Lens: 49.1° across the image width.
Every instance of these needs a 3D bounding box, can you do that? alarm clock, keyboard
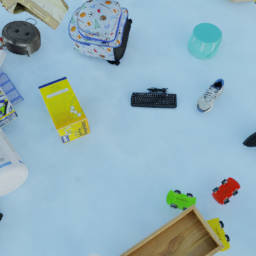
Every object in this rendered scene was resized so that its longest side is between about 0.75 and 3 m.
[{"bbox_3d":[-3.862,-3.504,10.368,1.338,0.660,1.983,15,53,-7],"label":"alarm clock"},{"bbox_3d":[0.867,-1.065,9.358,1.546,0.306,0.805,2,62,0],"label":"keyboard"}]

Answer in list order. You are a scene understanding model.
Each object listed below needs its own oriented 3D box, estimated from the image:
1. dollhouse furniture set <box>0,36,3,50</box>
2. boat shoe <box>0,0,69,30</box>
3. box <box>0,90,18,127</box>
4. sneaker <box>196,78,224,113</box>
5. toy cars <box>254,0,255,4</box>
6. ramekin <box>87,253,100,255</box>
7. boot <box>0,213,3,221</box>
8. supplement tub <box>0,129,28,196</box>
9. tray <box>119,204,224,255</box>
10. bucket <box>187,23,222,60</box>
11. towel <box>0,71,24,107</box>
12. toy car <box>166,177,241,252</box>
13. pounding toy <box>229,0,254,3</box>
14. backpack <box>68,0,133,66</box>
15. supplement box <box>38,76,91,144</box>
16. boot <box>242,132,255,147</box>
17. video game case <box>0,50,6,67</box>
[{"bbox_3d":[-5.163,-3.352,10.419,1.480,0.602,0.796,25,64,13],"label":"dollhouse furniture set"},{"bbox_3d":[-2.874,-3.369,7.256,2.558,0.947,0.849,23,93,-2],"label":"boat shoe"},{"bbox_3d":[-4.702,-0.091,8.398,2.550,0.820,0.893,-35,88,-18],"label":"box"},{"bbox_3d":[2.712,-1.116,9.205,0.550,0.608,1.427,32,67,16],"label":"sneaker"},{"bbox_3d":[3.076,-3.081,6.403,0.336,0.750,0.166,-13,28,-2],"label":"toy cars"},{"bbox_3d":[-0.726,3.573,6.157,0.826,1.573,1.573,-24,64,-24],"label":"ramekin"},{"bbox_3d":[-4.161,2.513,7.273,1.211,0.547,1.478,24,57,10],"label":"boot"},{"bbox_3d":[-3.741,0.856,7.786,1.220,1.220,1.849,-35,66,-17],"label":"supplement tub"},{"bbox_3d":[0.984,3.049,6.817,2.382,0.441,1.175,-33,66,-5],"label":"tray"},{"bbox_3d":[2.813,-3.191,10.234,1.205,0.784,1.205,0,63,0],"label":"bucket"},{"bbox_3d":[-4.735,-0.940,9.312,2.076,0.247,1.524,-33,68,-17],"label":"towel"},{"bbox_3d":[1.929,2.107,7.527,1.832,0.434,1.947,14,67,11],"label":"toy car"},{"bbox_3d":[4.416,-6.019,11.648,1.868,1.328,1.720,-13,63,-19],"label":"pounding toy"},{"bbox_3d":[-1.067,-3.489,9.994,2.061,1.667,2.164,6,64,15],"label":"backpack"},{"bbox_3d":[-1.963,-0.557,8.703,0.952,0.946,1.738,-24,64,-12],"label":"supplement box"},{"bbox_3d":[4.299,0.565,8.327,1.388,0.530,1.166,-20,59,-18],"label":"boot"},{"bbox_3d":[-5.590,-1.808,9.552,2.171,0.274,2.382,2,56,7],"label":"video game case"}]
